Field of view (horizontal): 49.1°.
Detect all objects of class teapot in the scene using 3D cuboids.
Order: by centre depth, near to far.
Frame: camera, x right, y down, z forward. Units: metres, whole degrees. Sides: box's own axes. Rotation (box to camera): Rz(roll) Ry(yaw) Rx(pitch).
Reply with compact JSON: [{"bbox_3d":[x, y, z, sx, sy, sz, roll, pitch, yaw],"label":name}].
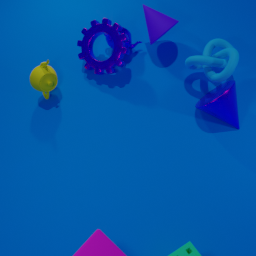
[{"bbox_3d":[-2.613,-1.562,8.861,0.885,1.424,0.697,-21,45,-37],"label":"teapot"},{"bbox_3d":[-0.235,-3.166,9.857,1.518,0.944,0.743,24,77,-12],"label":"teapot"}]

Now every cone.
[{"bbox_3d":[3.111,-0.514,8.803,1.408,1.408,1.413,-40,98,-16],"label":"cone"},{"bbox_3d":[0.887,-3.735,9.607,1.218,1.218,1.223,-42,99,-17],"label":"cone"}]

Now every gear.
[{"bbox_3d":[-0.831,-2.679,9.315,1.770,0.327,1.770,3,99,20],"label":"gear"}]

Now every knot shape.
[{"bbox_3d":[2.865,-2.240,8.984,1.762,0.814,1.649,22,53,42],"label":"knot shape"}]

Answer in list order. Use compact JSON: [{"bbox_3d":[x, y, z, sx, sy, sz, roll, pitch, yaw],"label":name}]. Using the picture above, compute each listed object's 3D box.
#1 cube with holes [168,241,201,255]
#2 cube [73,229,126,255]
[{"bbox_3d":[1.308,3.536,6.510,1.020,1.020,1.020,-24,49,-21],"label":"cube with holes"},{"bbox_3d":[-0.774,3.322,6.247,1.246,1.246,1.246,41,45,11],"label":"cube"}]
